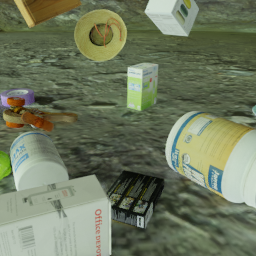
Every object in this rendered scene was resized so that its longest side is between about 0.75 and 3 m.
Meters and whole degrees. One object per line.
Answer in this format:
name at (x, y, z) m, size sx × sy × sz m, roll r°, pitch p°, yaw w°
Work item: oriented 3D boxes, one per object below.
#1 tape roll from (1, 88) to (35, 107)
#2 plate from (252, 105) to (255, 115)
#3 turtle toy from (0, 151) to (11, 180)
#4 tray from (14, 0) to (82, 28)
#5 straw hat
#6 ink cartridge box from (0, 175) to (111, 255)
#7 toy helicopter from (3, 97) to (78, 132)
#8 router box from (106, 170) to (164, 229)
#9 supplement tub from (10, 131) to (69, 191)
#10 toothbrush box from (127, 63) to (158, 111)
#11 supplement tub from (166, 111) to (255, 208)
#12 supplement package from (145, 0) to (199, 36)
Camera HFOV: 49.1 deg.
tape roll at (-4.448, -1.244, 11.321) m, size 1.244 × 0.408 × 1.244 m, roll 1°, pitch 24°, yaw 0°
plate at (5.924, -0.612, 9.953) m, size 2.747 × 0.351 × 2.747 m, roll -1°, pitch 23°, yaw 0°
turtle toy at (-3.612, 0.673, 6.048) m, size 2.116 × 1.070 × 1.542 m, roll 5°, pitch 48°, yaw 7°
tray at (-2.915, -4.768, 10.389) m, size 0.456 × 1.215 × 2.464 m, roll -1°, pitch 33°, yaw 45°
straw hat at (-1.084, -3.884, 11.580) m, size 2.130 × 2.130 × 0.901 m, roll 0°, pitch 30°, yaw 0°
ink cartridge box at (-1.126, 1.486, 4.053) m, size 1.642 × 1.203 × 0.680 m, roll -9°, pitch 27°, yaw -21°
toy helicopter at (-2.668, -0.358, 8.818) m, size 2.294 × 0.905 × 1.517 m, roll 1°, pitch 15°, yaw -28°
router box at (0.104, 1.338, 5.498) m, size 0.933 × 0.319 × 1.251 m, roll 9°, pitch 25°, yaw 21°
supplement tub at (-1.914, 0.781, 5.931) m, size 1.010 × 1.010 × 1.531 m, roll -11°, pitch 25°, yaw -23°
toothbrush box at (0.560, -1.589, 10.649) m, size 0.677 × 1.572 × 1.145 m, roll 16°, pitch 27°, yaw 33°
supplement tub at (1.964, 0.586, 5.747) m, size 1.485 × 1.485 × 2.053 m, roll -18°, pitch 29°, yaw -35°
supplement package at (1.597, -4.201, 10.003) m, size 1.126 × 1.134 × 1.494 m, roll 21°, pitch -2°, yaw 37°
